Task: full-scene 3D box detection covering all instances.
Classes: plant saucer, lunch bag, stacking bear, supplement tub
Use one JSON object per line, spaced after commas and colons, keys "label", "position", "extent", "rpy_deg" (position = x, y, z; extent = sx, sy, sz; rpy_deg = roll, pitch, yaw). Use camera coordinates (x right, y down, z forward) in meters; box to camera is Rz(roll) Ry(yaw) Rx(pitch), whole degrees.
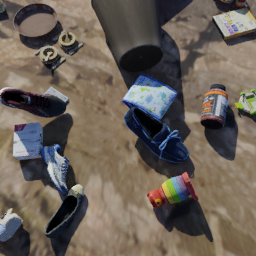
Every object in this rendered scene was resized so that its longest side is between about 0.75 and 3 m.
{"label": "plant saucer", "position": [-3.601, -4.183, 11.021], "extent": [1.716, 0.296, 1.716], "rpy_deg": [0, 66, 0]}
{"label": "lunch bag", "position": [0.684, -0.962, 9.284], "extent": [1.419, 0.904, 1.207], "rpy_deg": [33, 70, 2]}
{"label": "stacking bear", "position": [1.229, 1.874, 8.116], "extent": [1.334, 0.759, 0.810], "rpy_deg": [-26, 106, 8]}
{"label": "supplement tub", "position": [2.876, -0.736, 9.263], "extent": [0.780, 0.780, 1.458], "rpy_deg": [14, 67, 6]}

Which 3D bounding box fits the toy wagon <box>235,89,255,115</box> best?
{"label": "toy wagon", "position": [4.163, -0.862, 9.625], "extent": [1.080, 0.214, 0.838], "rpy_deg": [-16, 67, -6]}

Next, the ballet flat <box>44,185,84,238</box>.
{"label": "ballet flat", "position": [-1.785, 2.395, 8.066], "extent": [0.557, 0.476, 1.677], "rpy_deg": [26, 69, 11]}

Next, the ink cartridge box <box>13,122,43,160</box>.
{"label": "ink cartridge box", "position": [-3.172, 0.427, 8.929], "extent": [0.793, 0.455, 1.092], "rpy_deg": [-6, 67, -3]}

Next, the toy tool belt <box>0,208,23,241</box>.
{"label": "toy tool belt", "position": [-3.557, 2.829, 7.873], "extent": [0.674, 0.685, 1.096], "rpy_deg": [20, 61, 43]}

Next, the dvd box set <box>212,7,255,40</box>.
{"label": "dvd box set", "position": [4.229, -4.118, 11.027], "extent": [1.519, 0.223, 1.111], "rpy_deg": [-18, 68, -7]}

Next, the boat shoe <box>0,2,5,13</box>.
{"label": "boat shoe", "position": [-5.505, -4.710, 11.211], "extent": [1.119, 0.352, 0.408], "rpy_deg": [-25, 69, -10]}

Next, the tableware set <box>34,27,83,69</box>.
{"label": "tableware set", "position": [-2.624, -3.079, 10.515], "extent": [1.095, 0.332, 1.656], "rpy_deg": [40, 72, 16]}

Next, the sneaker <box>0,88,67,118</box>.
{"label": "sneaker", "position": [-2.897, -0.753, 8.667], "extent": [2.129, 1.229, 0.805], "rpy_deg": [8, 91, -23]}

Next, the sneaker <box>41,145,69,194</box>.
{"label": "sneaker", "position": [-2.092, 1.188, 8.532], "extent": [0.697, 0.630, 1.636], "rpy_deg": [-22, 69, -14]}

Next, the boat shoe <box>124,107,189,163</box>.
{"label": "boat shoe", "position": [0.888, 0.267, 8.638], "extent": [2.381, 0.817, 1.002], "rpy_deg": [32, 65, -1]}

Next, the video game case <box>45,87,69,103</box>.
{"label": "video game case", "position": [-2.605, -0.958, 9.732], "extent": [0.814, 0.090, 0.741], "rpy_deg": [33, 70, 12]}

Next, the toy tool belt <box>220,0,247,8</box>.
{"label": "toy tool belt", "position": [4.111, -5.633, 11.246], "extent": [1.655, 1.017, 1.034], "rpy_deg": [37, 71, 15]}

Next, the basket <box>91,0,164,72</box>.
{"label": "basket", "position": [0.177, -3.595, 9.964], "extent": [2.521, 1.901, 2.796], "rpy_deg": [-14, 71, 0]}
